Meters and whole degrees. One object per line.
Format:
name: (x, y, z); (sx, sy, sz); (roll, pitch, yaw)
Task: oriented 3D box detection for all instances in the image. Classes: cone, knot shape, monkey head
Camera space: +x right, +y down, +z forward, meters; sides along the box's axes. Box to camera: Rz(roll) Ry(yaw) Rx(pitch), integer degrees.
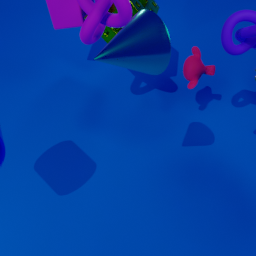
cone: (-0.064, -0.979, 3.571); (0.867, 0.864, 0.864); (-24, 60, -28)
knot shape: (-0.613, -2.567, 5.970); (0.825, 1.670, 1.785); (-3, 47, -29)
monkey head: (1.761, -1.468, 6.968); (0.737, 0.617, 1.025); (8, 98, 26)
knot shape: (2.426, -1.894, 5.510); (1.247, 1.333, 0.616); (-11, 73, -6)

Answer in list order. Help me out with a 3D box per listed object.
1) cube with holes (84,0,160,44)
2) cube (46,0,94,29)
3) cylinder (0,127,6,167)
cube with holes: (-0.122, -3.010, 7.300); (1.235, 1.235, 1.235); (-25, 34, 37)
cube: (-1.575, -3.428, 7.894); (0.969, 0.969, 0.969); (1, 33, 20)
cylinder: (-2.766, 0.217, 4.809); (1.125, 1.125, 1.125); (-27, 33, -16)
